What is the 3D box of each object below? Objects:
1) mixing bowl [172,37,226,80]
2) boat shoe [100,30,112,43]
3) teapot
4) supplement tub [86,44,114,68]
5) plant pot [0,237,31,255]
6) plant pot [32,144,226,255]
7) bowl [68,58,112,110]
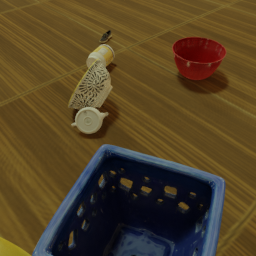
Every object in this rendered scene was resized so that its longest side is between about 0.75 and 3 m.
[{"bbox_3d":[2.825,-2.748,11.561,2.144,1.161,2.144,1,44,-1],"label":"mixing bowl"},{"bbox_3d":[-1.128,-4.619,14.091,0.360,0.324,1.000,20,48,20],"label":"boat shoe"},{"bbox_3d":[-1.291,-0.272,9.357,0.956,0.943,0.698,27,9,-3],"label":"teapot"},{"bbox_3d":[-1.184,-2.981,12.030,0.839,0.839,1.154,18,47,18],"label":"supplement tub"},{"bbox_3d":[-2.290,3.151,4.884,1.739,2.450,2.450,17,42,-16],"label":"plant pot"},{"bbox_3d":[0.180,2.256,5.506,2.667,2.398,2.667,15,47,15],"label":"plant pot"},{"bbox_3d":[-1.161,-1.308,9.762,0.940,2.004,2.004,33,47,-5],"label":"bowl"}]
